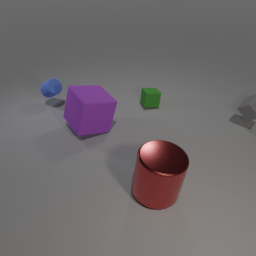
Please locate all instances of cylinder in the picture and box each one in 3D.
[{"bbox_3d":[0.872,1.294,7.861,1.400,1.400,1.400,5,37,-4],"label":"cylinder"},{"bbox_3d":[-3.347,-1.733,12.206,0.700,0.700,0.700,-13,16,47],"label":"cylinder"}]

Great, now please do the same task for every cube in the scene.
[{"bbox_3d":[4.834,-0.792,10.835,0.700,0.700,0.700,-44,8,-21],"label":"cube"},{"bbox_3d":[-1.473,-0.707,10.713,1.400,1.400,1.400,-7,37,-36],"label":"cube"},{"bbox_3d":[1.014,-1.376,12.656,0.700,0.700,0.700,-3,29,-16],"label":"cube"}]
